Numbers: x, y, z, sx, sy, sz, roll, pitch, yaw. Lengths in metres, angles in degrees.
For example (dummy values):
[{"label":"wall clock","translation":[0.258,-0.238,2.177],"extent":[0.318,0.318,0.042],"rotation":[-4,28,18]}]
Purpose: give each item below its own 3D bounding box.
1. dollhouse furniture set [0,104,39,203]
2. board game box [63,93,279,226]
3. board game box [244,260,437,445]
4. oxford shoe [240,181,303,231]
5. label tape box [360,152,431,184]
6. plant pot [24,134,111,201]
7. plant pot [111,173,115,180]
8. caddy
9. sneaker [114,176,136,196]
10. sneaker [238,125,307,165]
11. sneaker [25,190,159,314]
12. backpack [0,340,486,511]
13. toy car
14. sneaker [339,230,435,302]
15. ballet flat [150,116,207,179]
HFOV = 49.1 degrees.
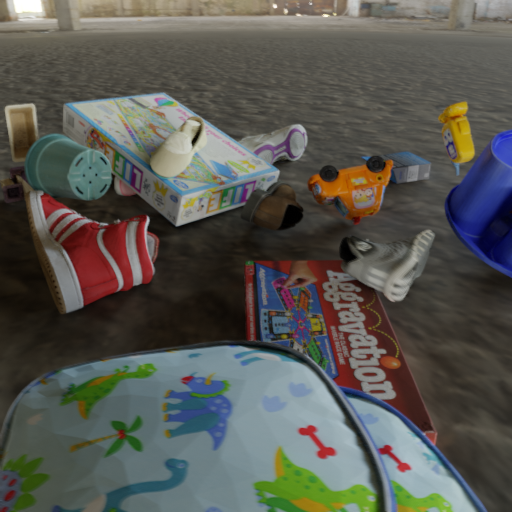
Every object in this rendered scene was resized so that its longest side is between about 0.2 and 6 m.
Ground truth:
[{"label":"dollhouse furniture set","translation":[-5.140,-1.966,11.864],"extent":[1.734,2.188,1.553],"rotation":[-17,36,-34]},{"label":"board game box","translation":[-1.989,-2.404,12.792],"extent":[2.884,0.734,4.290],"rotation":[-22,50,-42]},{"label":"board game box","translation":[0.874,1.128,7.773],"extent":[2.042,0.386,3.966],"rotation":[0,27,-3]},{"label":"oxford shoe","translation":[0.492,-0.901,11.209],"extent":[0.984,0.847,2.332],"rotation":[27,22,9]},{"label":"label tape box","translation":[3.480,-2.211,14.098],"extent":[1.430,0.453,1.031],"rotation":[-10,29,-18]},{"label":"plant pot","translation":[-3.475,-1.606,10.585],"extent":[1.236,1.262,1.262],"rotation":[17,32,37]},{"label":"plant pot","translation":[-3.351,-2.261,13.742],"extent":[1.116,1.116,0.973],"rotation":[-14,49,-25]},{"label":"caddy","translation":[5.127,-0.847,10.018],"extent":[3.689,1.936,2.608],"rotation":[-18,55,-32]},{"label":"sneaker","translation":[-2.419,-1.881,13.173],"extent":[0.988,0.711,1.890],"rotation":[8,24,26]},{"label":"sneaker","translation":[0.306,-3.005,15.036],"extent":[1.334,1.003,2.679],"rotation":[23,35,37]},{"label":"sneaker","translation":[-2.841,-0.326,9.696],"extent":[1.852,1.173,3.292],"rotation":[-17,39,-22]},{"label":"backpack","translation":[-0.132,2.091,3.695],"extent":[3.287,2.416,3.008],"rotation":[-6,28,-12]},{"label":"toy car","translation":[2.300,-1.456,10.380],"extent":[1.804,1.224,3.678],"rotation":[-9,-7,-17]},{"label":"sneaker","translation":[2.078,-0.094,9.134],"extent":[1.302,0.846,2.255],"rotation":[22,25,21]},{"label":"ballet flat","translation":[-1.547,-2.335,11.535],"extent":[0.767,0.767,2.207],"rotation":[6,33,11]}]
